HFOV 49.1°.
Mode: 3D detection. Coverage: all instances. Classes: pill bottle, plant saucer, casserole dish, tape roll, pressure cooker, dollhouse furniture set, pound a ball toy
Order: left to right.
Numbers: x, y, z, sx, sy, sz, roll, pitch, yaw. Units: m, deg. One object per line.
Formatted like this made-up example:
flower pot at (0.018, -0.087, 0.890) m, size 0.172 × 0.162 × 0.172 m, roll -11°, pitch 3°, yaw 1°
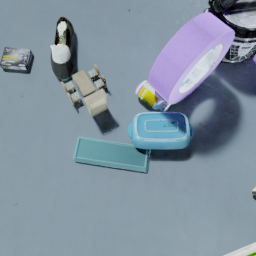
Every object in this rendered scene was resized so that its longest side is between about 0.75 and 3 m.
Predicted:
dollhouse furniture set at (-1.358, -1.330, 9.428) m, size 1.370 × 1.038 × 1.563 m, roll -30°, pitch 73°, yaw -10°
plant saucer at (-0.520, 0.835, 9.118) m, size 2.476 × 0.235 × 0.866 m, roll 9°, pitch 71°, yaw 2°
pill bottle at (0.874, -1.044, 9.553) m, size 1.186 × 0.618 × 0.618 m, roll 41°, pitch 76°, yaw 13°
casserole dish at (1.062, 0.020, 9.027) m, size 2.149 × 0.417 × 1.302 m, roll 0°, pitch 62°, yaw 0°
tape roll at (1.927, -2.040, 8.575) m, size 2.766 × 2.766 × 0.907 m, roll -41°, pitch 75°, yaw -13°
pound a ball toy at (2.762, 4.318, 7.414) m, size 2.575 × 1.094 × 1.679 m, roll -19°, pitch 69°, yaw -7°
pressure cooker at (3.708, -3.668, 9.469) m, size 2.234 × 2.501 × 2.200 m, roll 36°, pitch 74°, yaw 11°

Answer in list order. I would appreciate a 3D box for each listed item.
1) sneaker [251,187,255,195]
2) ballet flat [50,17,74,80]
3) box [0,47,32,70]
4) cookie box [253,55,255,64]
sneaker at (4.299, 2.476, 8.324) m, size 0.665 × 0.657 × 1.674 m, roll -18°, pitch 62°, yaw -10°
ballet flat at (-2.415, -2.955, 10.105) m, size 0.829 × 0.834 × 2.437 m, roll -3°, pitch 71°, yaw -1°
box at (-4.097, -2.544, 10.275) m, size 0.993 × 0.240 × 0.786 m, roll 6°, pitch 71°, yaw 2°
cookie box at (5.289, -2.744, 9.889) m, size 1.293 × 1.106 × 0.486 m, roll -17°, pitch 69°, yaw -6°
